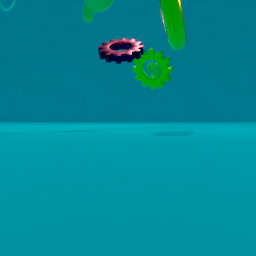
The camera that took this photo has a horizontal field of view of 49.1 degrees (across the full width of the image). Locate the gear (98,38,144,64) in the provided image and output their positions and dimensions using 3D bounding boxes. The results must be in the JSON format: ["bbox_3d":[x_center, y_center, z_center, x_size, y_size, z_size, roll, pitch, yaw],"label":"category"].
[{"bbox_3d":[-0.223,-2.469,8.896,1.424,0.263,1.424,-2,38,2],"label":"gear"}]

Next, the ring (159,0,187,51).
[{"bbox_3d":[0.895,-2.684,6.018,0.406,2.031,2.031,-12,-1,12],"label":"ring"}]

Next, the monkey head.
[{"bbox_3d":[-0.922,-3.598,7.280,1.177,1.637,0.986,19,-20,19],"label":"monkey head"}]

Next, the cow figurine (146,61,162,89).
[{"bbox_3d":[1.358,-2.430,12.491,1.255,1.235,0.689,-23,22,38],"label":"cow figurine"}]

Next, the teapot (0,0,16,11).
[{"bbox_3d":[-2.404,-2.972,5.278,0.696,1.422,0.884,-2,24,1],"label":"teapot"}]

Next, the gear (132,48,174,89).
[{"bbox_3d":[1.050,-2.513,11.949,1.717,1.717,0.317,1,31,24],"label":"gear"}]
